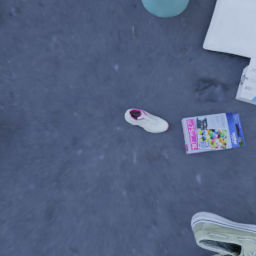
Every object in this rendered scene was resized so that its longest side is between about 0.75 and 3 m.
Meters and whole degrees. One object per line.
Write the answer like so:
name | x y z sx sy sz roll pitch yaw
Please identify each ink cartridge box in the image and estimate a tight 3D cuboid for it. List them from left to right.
ink cartridge box | 2.410 0.126 7.804 1.672 0.351 0.997 -7 80 -3
ink cartridge box | 3.600 -1.316 7.961 0.680 0.392 1.174 17 87 3

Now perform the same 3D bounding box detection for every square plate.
square plate | 3.448 -2.977 8.272 2.002 0.285 1.983 16 81 13

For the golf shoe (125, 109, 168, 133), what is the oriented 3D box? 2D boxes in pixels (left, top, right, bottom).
golf shoe | 0.520 -0.205 7.737 1.267 0.580 0.477 17 79 1

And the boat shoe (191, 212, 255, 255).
boat shoe | 2.321 2.415 5.861 2.130 0.767 0.661 16 39 -2

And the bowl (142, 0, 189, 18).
bowl | 1.165 -4.204 8.365 1.520 0.795 1.520 0 78 0

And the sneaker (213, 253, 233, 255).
sneaker | 2.083 3.697 6.611 2.991 1.343 1.003 -23 80 -4
